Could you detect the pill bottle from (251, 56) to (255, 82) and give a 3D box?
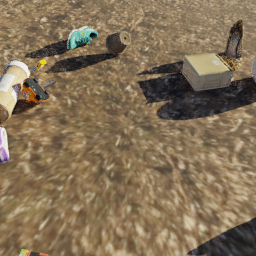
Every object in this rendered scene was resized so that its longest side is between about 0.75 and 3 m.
[{"bbox_3d":[5.706,-2.242,9.814,2.402,1.351,1.351,-15,45,-18],"label":"pill bottle"}]

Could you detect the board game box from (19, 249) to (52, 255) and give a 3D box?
[{"bbox_3d":[-1.789,2.804,5.158,0.774,0.266,0.936,6,43,8],"label":"board game box"}]

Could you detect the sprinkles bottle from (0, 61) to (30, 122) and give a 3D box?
[{"bbox_3d":[-3.908,-1.259,9.136,0.815,0.815,2.389,0,43,0],"label":"sprinkles bottle"}]

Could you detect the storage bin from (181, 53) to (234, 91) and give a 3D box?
[{"bbox_3d":[2.850,-2.072,10.155,1.378,0.650,1.388,-8,43,-10],"label":"storage bin"}]

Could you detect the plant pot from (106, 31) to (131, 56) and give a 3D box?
[{"bbox_3d":[-0.318,-3.481,11.257,0.918,0.918,0.797,-35,14,-32],"label":"plant pot"}]

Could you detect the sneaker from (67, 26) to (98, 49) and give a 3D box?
[{"bbox_3d":[-1.992,-3.916,12.156,0.719,0.699,1.804,28,49,15],"label":"sneaker"}]

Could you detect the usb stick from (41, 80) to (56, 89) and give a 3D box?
[{"bbox_3d":[-2.912,-1.467,9.848,0.239,0.140,0.861,14,41,40],"label":"usb stick"}]

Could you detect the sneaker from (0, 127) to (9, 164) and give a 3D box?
[{"bbox_3d":[-3.866,0.872,6.713,1.646,1.047,2.888,5,43,0],"label":"sneaker"}]

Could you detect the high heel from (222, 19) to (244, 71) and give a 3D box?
[{"bbox_3d":[4.129,-3.188,10.765,0.719,1.436,2.015,9,43,9],"label":"high heel"}]

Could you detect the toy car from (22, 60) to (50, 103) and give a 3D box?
[{"bbox_3d":[-3.076,-1.506,9.683,0.665,0.981,2.000,-37,26,26],"label":"toy car"}]
